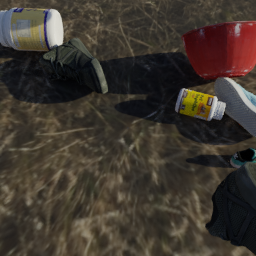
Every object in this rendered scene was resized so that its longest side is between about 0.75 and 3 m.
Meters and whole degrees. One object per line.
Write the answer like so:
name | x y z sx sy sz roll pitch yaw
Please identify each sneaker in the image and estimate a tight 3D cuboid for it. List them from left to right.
sneaker | -1.606 -1.638 8.128 1.465 0.978 2.558 -27 54 -17
sneaker | 3.224 -0.596 7.520 0.888 0.801 2.167 -15 58 -29
sneaker | 3.047 0.707 6.621 1.144 0.457 0.408 -4 53 -3
sneaker | 1.697 1.439 3.596 0.683 1.024 1.787 -5 57 -41

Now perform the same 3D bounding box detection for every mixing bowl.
mixing bowl | 2.710 -2.065 7.959 2.325 2.325 1.259 -3 96 -2

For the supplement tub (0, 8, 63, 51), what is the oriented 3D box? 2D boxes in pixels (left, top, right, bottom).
supplement tub | -3.124 -3.163 9.044 1.790 1.301 1.301 3 53 1

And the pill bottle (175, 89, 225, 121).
pill bottle | 1.927 -0.598 7.488 1.216 0.664 0.664 16 54 12
